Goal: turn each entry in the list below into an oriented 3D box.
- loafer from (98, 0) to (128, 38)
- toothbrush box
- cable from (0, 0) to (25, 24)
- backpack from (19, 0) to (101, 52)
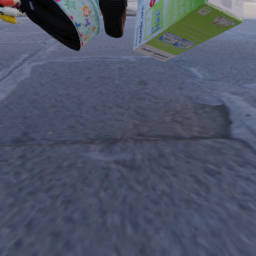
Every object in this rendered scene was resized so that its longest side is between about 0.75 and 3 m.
[{"bbox_3d":[-0.383,-3.417,7.798,0.751,2.057,0.730,12,70,-1],"label":"loafer"},{"bbox_3d":[1.242,-2.831,6.303,1.073,1.814,2.492,10,-11,-28],"label":"toothbrush box"},{"bbox_3d":[-3.623,-3.145,7.229,1.785,0.867,0.449,-16,41,-36],"label":"cable"},{"bbox_3d":[-1.372,-2.615,6.014,1.803,1.601,1.358,44,75,12],"label":"backpack"}]
